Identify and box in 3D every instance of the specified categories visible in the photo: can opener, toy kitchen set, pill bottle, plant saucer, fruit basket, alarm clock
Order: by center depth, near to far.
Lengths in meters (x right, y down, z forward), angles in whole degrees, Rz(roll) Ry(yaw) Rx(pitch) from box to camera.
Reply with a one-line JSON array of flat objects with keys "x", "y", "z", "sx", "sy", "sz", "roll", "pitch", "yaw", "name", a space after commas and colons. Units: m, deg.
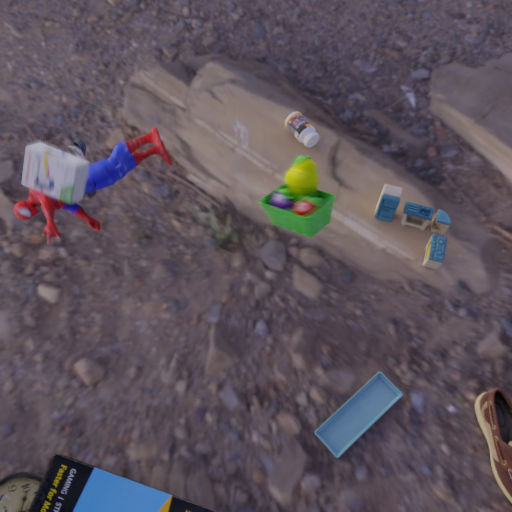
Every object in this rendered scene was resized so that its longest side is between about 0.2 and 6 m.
[{"x": -3.598, "y": 4.062, "z": 9.007, "sx": 1.806, "sy": 0.601, "sz": 1.218, "roll": -16, "pitch": 73, "yaw": -18, "name": "alarm clock"}, {"x": 1.827, "y": 2.814, "z": 9.965, "sx": 1.676, "sy": 0.159, "sz": 0.586, "roll": -37, "pitch": 68, "yaw": -18, "name": "plant saucer"}, {"x": 0.803, "y": -1.187, "z": 10.761, "sx": 1.409, "sy": 1.409, "sz": 1.016, "roll": 41, "pitch": 59, "yaw": 19, "name": "fruit basket"}, {"x": -3.424, "y": -1.757, "z": 11.196, "sx": 0.359, "sy": 1.347, "sz": 0.450, "roll": 24, "pitch": 60, "yaw": 14, "name": "can opener"}, {"x": 3.130, "y": -0.569, "z": 11.326, "sx": 1.499, "sy": 0.883, "sz": 1.201, "roll": 15, "pitch": 63, "yaw": 8, "name": "toy kitchen set"}, {"x": 1.058, "y": -2.871, "z": 12.776, "sx": 0.465, "sy": 0.465, "sz": 0.800, "roll": -32, "pitch": 66, "yaw": -15, "name": "pill bottle"}]

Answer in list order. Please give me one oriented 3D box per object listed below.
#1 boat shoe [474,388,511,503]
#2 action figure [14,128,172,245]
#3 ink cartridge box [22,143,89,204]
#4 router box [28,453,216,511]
[{"x": 4.379, "y": 3.265, "z": 9.364, "sx": 0.780, "sy": 0.778, "sz": 2.161, "roll": -10, "pitch": 63, "yaw": -5, "name": "boat shoe"}, {"x": -3.040, "y": -1.116, "z": 10.672, "sx": 3.117, "sy": 1.017, "sz": 1.543, "roll": -22, "pitch": 74, "yaw": -2, "name": "action figure"}, {"x": -3.384, "y": -1.394, "z": 9.420, "sx": 0.971, "sy": 0.705, "sz": 0.425, "roll": 23, "pitch": 23, "yaw": 10, "name": "ink cartridge box"}, {"x": -2.431, "y": 5.077, "z": 8.056, "sx": 2.674, "sy": 0.915, "sz": 3.585, "roll": 21, "pitch": 64, "yaw": -4, "name": "router box"}]
